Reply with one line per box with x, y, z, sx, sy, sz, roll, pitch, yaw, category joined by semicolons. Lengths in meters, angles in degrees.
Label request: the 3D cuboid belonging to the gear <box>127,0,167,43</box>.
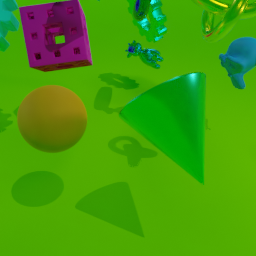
0.569;-3.596;8.827;0.330;1.782;1.782;-32;39;-11;gear

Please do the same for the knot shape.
1.372;-1.938;4.082;1.169;1.249;0.577;49;12;30;knot shape

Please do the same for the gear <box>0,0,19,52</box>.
-3.283;-2.238;5.682;2.013;2.013;0.372;1;-13;2;gear

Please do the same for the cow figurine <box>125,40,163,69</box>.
0.415;-1.882;7.231;0.869;0.485;0.883;24;4;19;cow figurine

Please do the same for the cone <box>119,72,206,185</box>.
0.666;0.143;3.467;1.199;1.199;1.203;-18;78;-28;cone

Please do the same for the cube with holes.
-1.682;-2.181;6.889;1.322;1.322;1.322;-8;7;-1;cube with holes

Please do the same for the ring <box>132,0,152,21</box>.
0.500;-3.493;6.664;0.367;1.835;1.835;16;31;-4;ring

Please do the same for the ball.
-1.115;-0.131;4.176;1.005;1.005;1.005;0;31;0;ball

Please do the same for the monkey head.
2.746;-1.548;6.605;0.919;1.097;1.525;-29;25;1;monkey head
